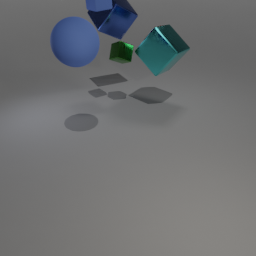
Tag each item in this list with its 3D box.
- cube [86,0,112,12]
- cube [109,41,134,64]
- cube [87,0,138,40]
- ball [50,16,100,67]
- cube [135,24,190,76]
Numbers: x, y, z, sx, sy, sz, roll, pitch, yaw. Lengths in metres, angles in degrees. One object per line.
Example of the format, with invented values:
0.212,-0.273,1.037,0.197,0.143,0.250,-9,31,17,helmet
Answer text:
-1.052,-4.596,9.958,0.700,0.700,0.700,-24,38,-28,cube
-0.279,-3.148,11.707,0.700,0.700,0.700,9,0,-34,cube
-0.699,-5.097,12.533,1.400,1.400,1.400,4,48,-46,cube
-1.524,-2.469,8.089,1.400,1.400,1.400,0,29,0,ball
1.437,-3.249,11.673,1.400,1.400,1.400,50,39,4,cube
